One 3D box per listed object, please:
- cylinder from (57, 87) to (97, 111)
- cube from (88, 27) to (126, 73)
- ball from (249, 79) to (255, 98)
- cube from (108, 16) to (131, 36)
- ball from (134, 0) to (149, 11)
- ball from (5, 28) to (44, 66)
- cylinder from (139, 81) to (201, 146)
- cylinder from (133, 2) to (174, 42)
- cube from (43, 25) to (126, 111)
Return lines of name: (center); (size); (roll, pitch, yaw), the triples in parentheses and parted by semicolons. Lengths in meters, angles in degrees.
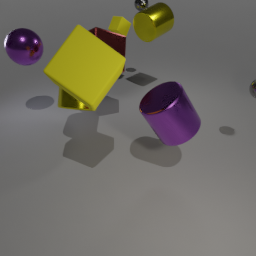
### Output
cylinder: (-1.763, -1.363, 10.045); (1.400, 1.400, 1.400); (6, 4, 0)
cube: (-1.053, -2.844, 10.741); (1.400, 1.400, 1.400); (3, -1, -39)
ball: (4.385, -1.300, 9.251); (0.700, 0.700, 0.700); (0, 32, 0)
cube: (-0.405, -4.973, 13.705); (0.700, 0.700, 0.700); (26, 5, 42)
ball: (0.660, -6.109, 13.758); (0.700, 0.700, 0.700); (0, 32, 0)
ball: (-3.987, -3.117, 10.800); (1.400, 1.400, 1.400); (0, 32, 0)
cylinder: (1.259, -0.422, 8.355); (1.400, 1.400, 1.400); (-26, 34, 19)
cylinder: (1.192, -4.922, 13.051); (1.400, 1.400, 1.400); (28, 53, 37)
cube: (-1.057, -1.446, 7.150); (1.400, 1.400, 1.400); (35, -4, -3)
